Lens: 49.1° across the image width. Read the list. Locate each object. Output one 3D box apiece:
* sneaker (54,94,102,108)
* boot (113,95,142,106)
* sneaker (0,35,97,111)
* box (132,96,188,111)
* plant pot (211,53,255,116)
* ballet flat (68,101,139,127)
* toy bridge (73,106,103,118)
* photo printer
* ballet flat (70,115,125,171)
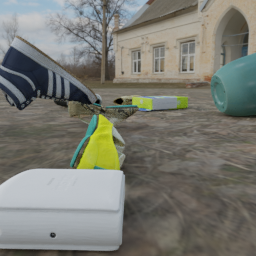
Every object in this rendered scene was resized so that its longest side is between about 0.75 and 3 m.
[{"bbox_3d":[-2.697,-1.553,15.398,2.708,1.016,1.564,-1,12,-14],"label":"sneaker"},{"bbox_3d":[0.001,-1.690,17.235,1.641,0.597,1.275,1,10,15],"label":"boot"},{"bbox_3d":[-2.156,-0.971,7.448,0.988,1.529,2.818,29,-4,44],"label":"sneaker"},{"bbox_3d":[1.608,-1.359,15.157,2.877,0.686,1.754,-6,11,-34],"label":"box"},{"bbox_3d":[4.930,-1.753,12.160,2.174,2.709,2.709,-13,11,-2],"label":"plant pot"},{"bbox_3d":[-0.826,-0.451,9.243,2.329,0.877,0.790,7,4,1],"label":"ballet flat"},{"bbox_3d":[-1.564,-0.770,12.738,0.839,0.340,2.496,6,11,15],"label":"toy bridge"},{"bbox_3d":[-0.769,0.825,3.087,1.457,0.506,1.213,1,10,2],"label":"photo printer"},{"bbox_3d":[-0.475,0.365,5.362,0.861,0.858,2.569,21,11,-6],"label":"ballet flat"}]
